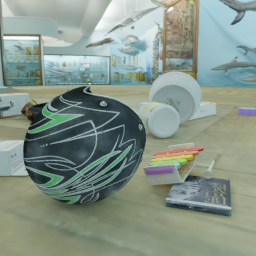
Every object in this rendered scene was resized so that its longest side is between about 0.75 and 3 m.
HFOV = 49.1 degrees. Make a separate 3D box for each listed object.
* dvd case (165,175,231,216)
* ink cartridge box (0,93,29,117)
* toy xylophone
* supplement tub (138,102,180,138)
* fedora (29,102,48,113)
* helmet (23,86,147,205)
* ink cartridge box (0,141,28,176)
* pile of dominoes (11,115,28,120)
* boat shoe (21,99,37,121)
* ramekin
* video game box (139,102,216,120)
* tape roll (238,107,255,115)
[{"bbox_3d":[1.273,1.114,4.916,1.004,0.108,1.350,4,12,19],"label":"dvd case"},{"bbox_3d":[-6.276,-1.086,13.466,2.483,1.029,1.822,-12,13,-41],"label":"ink cartridge box"},{"bbox_3d":[1.055,0.700,5.613,1.271,0.436,1.736,-11,6,18],"label":"toy xylophone"},{"bbox_3d":[0.976,-0.318,9.472,1.075,1.075,1.483,-3,11,-15],"label":"supplement tub"},{"bbox_3d":[-2.590,-0.427,10.466,2.124,0.970,2.124,-1,13,0],"label":"fedora"},{"bbox_3d":[-0.704,0.302,4.550,1.916,1.916,1.827,-5,22,-24],"label":"helmet"},{"bbox_3d":[-2.868,0.635,6.148,1.677,0.569,0.973,0,11,1],"label":"ink cartridge box"},{"bbox_3d":[-4.056,-0.704,13.446,2.388,0.380,1.861,1,11,5],"label":"pile of dominoes"},{"bbox_3d":[-3.943,-0.565,12.083,0.778,0.829,2.304,-41,38,-20],"label":"boat shoe"},{"bbox_3d":[1.800,-1.074,10.934,2.104,2.104,0.980,3,27,13],"label":"ramekin"},{"bbox_3d":[2.487,-0.958,13.987,2.706,0.695,2.970,13,17,41],"label":"video game box"},{"bbox_3d":[6.189,-0.876,14.492,0.957,0.314,0.957,-1,11,0],"label":"tape roll"}]
